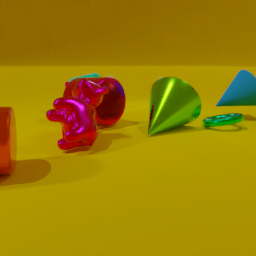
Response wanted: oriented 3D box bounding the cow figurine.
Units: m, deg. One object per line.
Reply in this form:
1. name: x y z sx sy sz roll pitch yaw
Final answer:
1. cow figurine: -1.002 -0.341 6.468 1.632 1.659 0.911 -10 -21 -41

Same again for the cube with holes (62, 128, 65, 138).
1. cube with holes: -1.343 -0.131 7.234 0.705 0.705 0.705 -3 14 -12

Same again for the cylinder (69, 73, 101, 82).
1. cylinder: -1.668 -1.568 11.354 1.128 1.128 1.128 -8 10 20

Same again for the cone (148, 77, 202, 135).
1. cone: 0.947 -0.301 7.700 1.629 1.629 1.635 10 42 34

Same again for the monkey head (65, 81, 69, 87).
1. monkey head: -1.581 -1.050 10.122 1.036 1.237 1.719 -5 -24 17

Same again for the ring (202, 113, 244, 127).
1. ring: 2.775 -0.241 8.218 1.191 0.238 1.191 -10 5 1

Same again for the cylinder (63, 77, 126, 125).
1. cylinder: -1.016 -0.830 8.493 1.390 1.390 1.390 8 15 40

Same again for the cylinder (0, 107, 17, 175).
1. cylinder: -2.537 0.223 4.687 1.161 1.161 1.161 -1 13 -16

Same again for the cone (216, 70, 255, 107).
1. cone: 3.427 -1.014 9.147 1.312 1.307 1.307 -28 17 -2
